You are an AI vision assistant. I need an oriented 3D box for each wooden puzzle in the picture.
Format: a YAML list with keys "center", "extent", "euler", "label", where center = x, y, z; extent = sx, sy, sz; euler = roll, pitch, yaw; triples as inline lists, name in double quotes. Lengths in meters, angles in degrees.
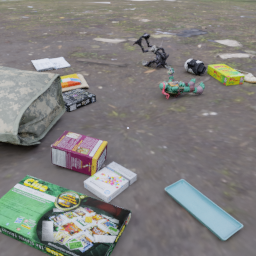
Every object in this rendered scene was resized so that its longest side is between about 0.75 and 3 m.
- center: [-2.477, -1.867, 11.390]
  extent: [1.550, 0.289, 1.434]
  euler: [-10, 32, -16]
  label: "wooden puzzle"

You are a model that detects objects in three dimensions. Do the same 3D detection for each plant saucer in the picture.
- center: [1.474, 1.624, 5.692]
  extent: [0.565, 0.153, 1.616]
  euler: [-20, 37, -30]
  label: "plant saucer"

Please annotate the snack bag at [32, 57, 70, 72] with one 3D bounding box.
- center: [-3.742, -3.145, 13.641]
  extent: [1.627, 0.174, 1.534]
  euler: [-14, 33, -22]
  label: "snack bag"

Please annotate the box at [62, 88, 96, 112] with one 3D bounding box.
- center: [-1.907, -1.024, 9.996]
  extent: [0.974, 0.265, 1.216]
  euler: [26, 40, 36]
  label: "box"

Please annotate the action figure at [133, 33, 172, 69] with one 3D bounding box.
- center: [1.190, -3.530, 13.345]
  extent: [1.162, 1.955, 0.997]
  euler: [-47, 11, -21]
  label: "action figure"

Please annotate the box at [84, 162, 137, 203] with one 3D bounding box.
- center: [-0.392, 1.199, 6.351]
  extent: [0.755, 0.199, 0.969]
  euler: [24, 39, 35]
  label: "box"

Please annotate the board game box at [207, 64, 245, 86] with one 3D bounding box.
- center: [4.171, -2.316, 12.045]
  extent: [0.810, 0.380, 1.594]
  euler: [-8, 32, -13]
  label: "board game box"

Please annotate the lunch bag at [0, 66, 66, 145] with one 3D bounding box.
- center: [-3.280, -0.479, 7.758]
  extent: [2.161, 1.549, 2.635]
  euler: [10, 37, 12]
  label: "lunch bag"

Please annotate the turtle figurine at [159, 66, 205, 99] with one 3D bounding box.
- center: [1.824, -1.626, 10.384]
  extent: [1.860, 0.937, 1.393]
  euler: [3, 41, -26]
  label: "turtle figurine"

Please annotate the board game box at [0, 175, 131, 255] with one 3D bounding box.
- center: [-1.368, 1.725, 5.397]
  extent: [2.569, 0.301, 1.346]
  euler: [13, 36, 21]
  label: "board game box"

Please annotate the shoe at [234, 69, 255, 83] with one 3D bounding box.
- center: [4.979, -2.212, 11.932]
  extent: [0.420, 0.321, 1.201]
  euler: [-22, 37, -32]
  label: "shoe"

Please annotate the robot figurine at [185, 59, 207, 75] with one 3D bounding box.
- center: [2.995, -2.715, 12.516]
  extent: [0.617, 0.743, 0.989]
  euler: [-38, 45, -22]
  label: "robot figurine"

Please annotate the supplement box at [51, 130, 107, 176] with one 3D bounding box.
- center: [-1.177, 0.609, 6.832]
  extent: [1.165, 0.601, 0.762]
  euler: [15, 34, 10]
  label: "supplement box"
